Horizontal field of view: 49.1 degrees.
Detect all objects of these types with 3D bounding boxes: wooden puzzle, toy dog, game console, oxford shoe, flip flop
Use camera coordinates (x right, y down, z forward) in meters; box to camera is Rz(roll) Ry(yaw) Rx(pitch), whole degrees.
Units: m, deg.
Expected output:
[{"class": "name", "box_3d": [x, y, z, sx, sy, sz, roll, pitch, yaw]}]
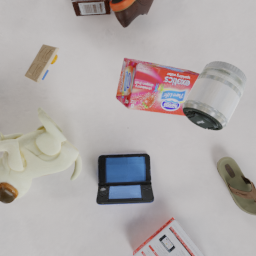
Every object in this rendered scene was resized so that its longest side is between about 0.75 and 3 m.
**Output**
[{"class": "wooden puzzle", "box_3d": [-2.230, -1.676, 7.358, 0.256, 1.107, 1.025, 32, 86, -40]}, {"class": "toy dog", "box_3d": [-2.879, 0.953, 8.135, 2.554, 1.782, 2.477, -40, 118, -8]}, {"class": "game console", "box_3d": [-0.103, 1.476, 8.280, 1.650, 1.408, 0.976, -3, 107, 0]}, {"class": "oxford shoe", "box_3d": [0.470, -4.397, 9.409, 2.634, 0.955, 0.938, -45, 45, -19]}, {"class": "flip flop", "box_3d": [3.427, 1.740, 8.396, 0.808, 0.574, 1.993, -30, 82, -5]}]

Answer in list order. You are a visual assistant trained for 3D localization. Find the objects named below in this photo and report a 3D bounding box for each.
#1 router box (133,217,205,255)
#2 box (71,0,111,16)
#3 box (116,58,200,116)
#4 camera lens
[{"class": "router box", "box_3d": [1.304, 3.830, 8.107, 1.609, 0.438, 1.793, -38, 82, -6]}, {"class": "box", "box_3d": [-1.232, -5.140, 9.401, 1.257, 0.941, 2.510, -4, 79, 0]}, {"class": "box", "box_3d": [0.917, -0.987, 7.032, 2.169, 1.036, 1.081, 6, 109, -23]}, {"class": "camera lens", "box_3d": [1.390, -0.492, 4.546, 0.763, 0.763, 0.953, 30, 80, 5]}]
